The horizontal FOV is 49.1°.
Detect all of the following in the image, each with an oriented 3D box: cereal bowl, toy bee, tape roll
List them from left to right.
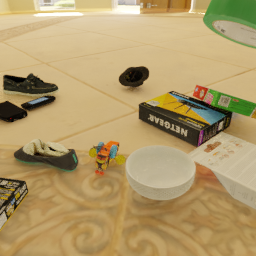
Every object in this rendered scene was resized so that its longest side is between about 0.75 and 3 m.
[{"bbox_3d":[-0.756,0.881,8.342,1.112,0.923,1.699,17,7,34],"label":"toy bee"},{"bbox_3d":[0.846,1.274,7.536,1.867,0.778,1.867,1,29,0],"label":"cereal bowl"},{"bbox_3d":[3.415,-2.977,8.108,2.446,0.588,2.446,23,9,-4],"label":"tape roll"}]

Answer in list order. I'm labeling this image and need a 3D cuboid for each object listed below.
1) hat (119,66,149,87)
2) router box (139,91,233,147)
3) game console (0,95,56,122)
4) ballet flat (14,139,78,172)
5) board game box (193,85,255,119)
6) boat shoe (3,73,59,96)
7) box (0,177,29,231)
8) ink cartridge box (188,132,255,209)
[{"bbox_3d":[0.366,-2.439,14.180,1.604,0.647,1.604,-11,48,13],"label":"hat"},{"bbox_3d":[2.134,-0.479,10.704,2.131,0.730,2.858,-25,38,-37],"label":"router box"},{"bbox_3d":[-4.424,-0.975,12.029,1.578,0.322,2.675,24,37,36],"label":"game console"},{"bbox_3d":[-2.539,0.717,8.556,2.237,0.817,0.817,10,31,18],"label":"ballet flat"},{"bbox_3d":[3.789,-1.019,10.662,1.979,0.521,2.586,16,13,-7],"label":"board game box"},{"bbox_3d":[-4.677,-2.136,13.308,2.916,0.967,1.090,7,26,19],"label":"boat shoe"},{"bbox_3d":[-3.674,1.801,6.949,1.825,0.450,1.458,5,31,9],"label":"box"},{"bbox_3d":[3.284,1.142,8.019,2.118,0.659,2.632,-24,34,-36],"label":"ink cartridge box"}]
